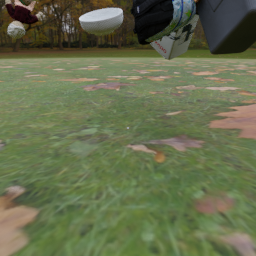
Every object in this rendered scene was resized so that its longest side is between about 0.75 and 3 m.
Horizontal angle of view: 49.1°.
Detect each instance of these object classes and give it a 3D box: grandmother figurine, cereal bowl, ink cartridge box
[{"bbox_3d":[-2.020,-2.291,5.424,0.721,1.188,0.360,17,-6,-16],"label":"grandmother figurine"},{"bbox_3d":[-0.893,-3.666,9.805,1.527,0.636,1.527,-7,37,5],"label":"cereal bowl"},{"bbox_3d":[1.437,-3.807,9.521,0.983,2.367,1.735,-28,65,-24],"label":"ink cartridge box"}]

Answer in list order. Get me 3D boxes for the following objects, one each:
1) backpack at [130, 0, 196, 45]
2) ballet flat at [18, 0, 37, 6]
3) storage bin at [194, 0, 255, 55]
[{"bbox_3d":[0.909,-3.033,7.256,1.313,1.393,1.708,-10,5,-14],"label":"backpack"},{"bbox_3d":[-1.450,-2.490,4.760,0.443,0.437,1.301,2,48,45],"label":"ballet flat"},{"bbox_3d":[2.457,-2.823,6.413,1.727,1.594,2.373,-6,-12,-11],"label":"storage bin"}]
